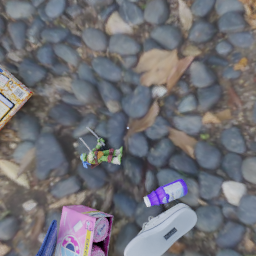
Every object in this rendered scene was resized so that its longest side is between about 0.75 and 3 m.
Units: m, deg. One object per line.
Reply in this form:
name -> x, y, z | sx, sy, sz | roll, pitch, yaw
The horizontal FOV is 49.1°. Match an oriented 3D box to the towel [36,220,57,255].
towel -> -2.011, 3.060, 6.969 | 0.172, 1.443, 1.044 | 15, 42, 1

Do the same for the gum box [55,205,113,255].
gum box -> -1.198, 3.193, 7.177 | 1.212, 0.706, 2.136 | 5, 84, 38

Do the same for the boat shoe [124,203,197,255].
boat shoe -> 0.773, 2.698, 7.471 | 2.119, 0.903, 0.783 | -38, 102, -4

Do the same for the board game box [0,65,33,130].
board game box -> -4.009, -0.717, 7.767 | 1.627, 0.497, 2.147 | 43, 89, -13

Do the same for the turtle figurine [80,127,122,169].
turtle figurine -> -0.748, 0.575, 7.746 | 1.164, 0.864, 1.201 | 4, 86, 3

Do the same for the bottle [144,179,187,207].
bottle -> 1.037, 1.817, 7.710 | 1.200, 0.501, 0.392 | -19, 39, -11
